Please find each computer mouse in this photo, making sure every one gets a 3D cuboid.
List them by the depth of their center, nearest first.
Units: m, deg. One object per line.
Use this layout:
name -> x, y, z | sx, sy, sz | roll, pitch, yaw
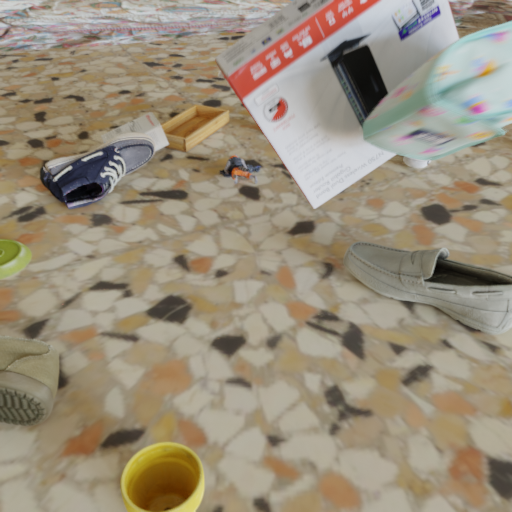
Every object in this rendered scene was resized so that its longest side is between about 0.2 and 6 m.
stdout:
computer mouse -> 3.979, -2.548, 13.818 | 1.094, 0.438, 1.995 | 18, 33, 16

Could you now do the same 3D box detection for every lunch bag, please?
lunch bag -> 2.834, -2.214, 7.798 | 2.331, 1.421, 1.985 | -24, 5, -15

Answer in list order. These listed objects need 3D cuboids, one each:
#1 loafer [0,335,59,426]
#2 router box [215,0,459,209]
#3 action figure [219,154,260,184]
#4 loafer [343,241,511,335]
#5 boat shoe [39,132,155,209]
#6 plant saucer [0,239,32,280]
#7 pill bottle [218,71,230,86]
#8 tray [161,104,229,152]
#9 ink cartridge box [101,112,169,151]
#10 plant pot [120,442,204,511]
loafer -> -4.039, 1.466, 7.543 | 3.045, 1.158, 1.027 | 15, 35, 3
router box -> 1.593, -2.889, 9.186 | 3.438, 3.085, 0.840 | -34, 41, 7
action figure -> -0.294, -2.048, 13.015 | 1.016, 0.531, 0.983 | -15, 46, -21
loafer -> 2.851, 0.274, 9.218 | 2.960, 1.033, 1.035 | 20, 40, 26
boat shoe -> -3.280, -1.839, 12.432 | 2.686, 1.003, 1.245 | -27, 48, -21
plant saucer -> -4.813, 0.030, 10.311 | 1.256, 0.195, 1.256 | -1, 35, 0
pill bottle -> -0.234, -3.849, 12.125 | 1.106, 0.621, 0.621 | 25, 31, -16
tray -> -1.755, -3.476, 15.133 | 1.105, 0.415, 2.241 | 16, 39, 21
ink cartridge box -> -2.973, -2.840, 13.726 | 1.397, 0.585, 1.014 | -28, 39, -6
plant pot -> -0.984, 2.619, 6.071 | 0.865, 0.814, 0.865 | 0, 36, 0
